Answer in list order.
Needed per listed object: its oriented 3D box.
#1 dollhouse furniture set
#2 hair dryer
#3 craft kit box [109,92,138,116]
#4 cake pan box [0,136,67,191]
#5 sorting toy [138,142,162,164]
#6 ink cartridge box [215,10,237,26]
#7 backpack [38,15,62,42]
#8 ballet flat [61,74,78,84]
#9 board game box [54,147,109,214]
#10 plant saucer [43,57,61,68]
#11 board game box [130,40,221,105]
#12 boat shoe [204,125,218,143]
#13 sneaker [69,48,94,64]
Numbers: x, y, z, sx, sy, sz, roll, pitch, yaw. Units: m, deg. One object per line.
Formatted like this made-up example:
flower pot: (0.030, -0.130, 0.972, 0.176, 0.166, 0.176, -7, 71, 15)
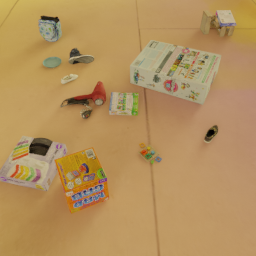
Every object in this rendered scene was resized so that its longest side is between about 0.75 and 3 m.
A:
dollhouse furniture set: (4.297, -5.110, 13.482, 1.389, 0.923, 1.217, -7, 47, -7)
hair dryer: (-1.444, -1.159, 10.068, 1.380, 0.492, 1.812, 29, 52, 25)
craft kit box: (-0.136, -0.876, 9.988, 1.001, 0.246, 1.014, 0, 47, 4)
cake pan box: (-2.706, 0.971, 8.129, 1.440, 0.409, 1.564, 12, 48, 8)
sorting toy: (0.626, 0.741, 8.527, 0.514, 0.124, 0.913, -30, 53, -25)
ink cartridge box: (4.708, -5.226, 13.476, 0.716, 0.252, 1.200, -2, 54, -4)
backpack: (-3.580, -4.481, 12.819, 0.951, 1.039, 0.764, 11, 48, 12)
ballet flat: (-2.295, -1.974, 11.000, 0.755, 0.262, 0.262, -31, 54, -26)
board game box: (-1.190, 1.354, 7.299, 1.061, 1.061, 1.062, -17, 49, -16)
plant saucer: (-3.197, -2.758, 11.835, 0.782, 0.107, 0.782, 1, 47, -1)
board game box: (1.829, -2.248, 10.794, 2.918, 0.938, 2.153, 19, 50, 18)
boat shoe: (2.708, 0.146, 9.004, 0.289, 0.244, 0.809, 27, 52, 23)
sneaker: (-1.985, -3.110, 11.953, 1.075, 0.409, 0.777, -4, 50, -2)
